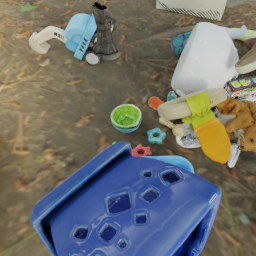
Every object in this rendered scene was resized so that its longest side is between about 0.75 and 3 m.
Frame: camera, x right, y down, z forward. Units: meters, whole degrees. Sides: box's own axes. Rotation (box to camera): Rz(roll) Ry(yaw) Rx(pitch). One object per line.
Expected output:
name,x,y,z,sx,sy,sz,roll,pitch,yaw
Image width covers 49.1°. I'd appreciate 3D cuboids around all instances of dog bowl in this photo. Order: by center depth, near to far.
dog bowl,0.778,1.162,6.958,1.839,0.456,1.025,-1,50,-1

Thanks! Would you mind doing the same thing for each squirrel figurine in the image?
squirrel figurine,3.214,-0.050,7.484,1.579,1.118,1.474,-15,45,-21

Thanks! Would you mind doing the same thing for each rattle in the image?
rattle,1.660,-0.174,7.769,1.660,2.551,1.822,-44,106,-25

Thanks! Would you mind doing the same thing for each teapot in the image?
teapot,2.448,-1.825,8.413,1.743,2.387,2.356,22,39,0

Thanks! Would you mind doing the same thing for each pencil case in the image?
pencil case,2.375,-2.967,9.638,1.705,0.788,0.726,-1,55,39

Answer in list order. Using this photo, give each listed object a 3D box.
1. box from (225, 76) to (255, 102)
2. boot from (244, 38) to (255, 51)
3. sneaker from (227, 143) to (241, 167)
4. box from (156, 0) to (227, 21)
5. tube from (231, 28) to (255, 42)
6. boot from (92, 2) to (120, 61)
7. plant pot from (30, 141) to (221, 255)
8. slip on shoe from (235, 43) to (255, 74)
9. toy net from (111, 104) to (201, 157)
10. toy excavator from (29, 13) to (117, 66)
box,3.786,-1.080,8.371,1.983,1.091,0.344,-12,56,-10
boot,4.533,-2.247,9.426,2.281,0.825,1.897,-21,61,-31
sneaker,2.759,0.720,7.454,0.329,0.313,0.818,19,46,25
box,2.775,-5.630,12.165,2.909,0.995,1.195,18,53,15
tube,4.898,-3.442,10.730,2.189,0.635,0.568,25,92,23
boot,-0.499,-1.912,5.459,0.408,1.027,1.179,-23,32,-16
plant pot,-0.114,1.898,5.105,2.281,2.537,2.537,34,58,32
slip on shoe,3.619,-2.304,6.917,2.384,0.722,0.906,-36,16,19
toy net,0.943,0.137,7.575,2.948,0.569,1.546,3,50,9
toy excavator,-2.000,-3.259,9.910,2.546,2.475,1.271,26,50,-15
